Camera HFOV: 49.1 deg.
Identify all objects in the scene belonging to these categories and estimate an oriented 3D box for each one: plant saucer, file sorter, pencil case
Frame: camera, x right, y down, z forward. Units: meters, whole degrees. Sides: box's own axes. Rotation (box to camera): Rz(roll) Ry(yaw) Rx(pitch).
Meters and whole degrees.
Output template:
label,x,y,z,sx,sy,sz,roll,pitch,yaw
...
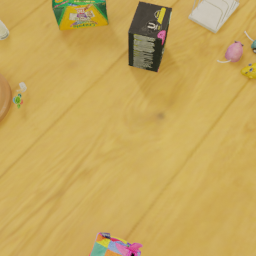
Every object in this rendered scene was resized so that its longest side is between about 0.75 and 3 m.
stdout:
label,x,y,z,sx,sy,sz,roll,pitch,yaw
plant saucer,-4.599,-0.846,8.178,2.289,0.369,2.289,0,68,1
file sorter,2.950,-4.173,9.195,1.080,0.969,1.556,36,72,13
pencil case,-0.653,3.578,5.945,1.178,1.178,2.665,22,73,8

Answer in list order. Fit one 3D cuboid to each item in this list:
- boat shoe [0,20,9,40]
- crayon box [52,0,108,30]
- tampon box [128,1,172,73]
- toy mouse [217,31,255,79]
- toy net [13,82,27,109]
label,x,y,z,sx,sy,sz,roll,pitch,yaw
boat shoe,-4.677,-3.697,9.168,1.973,0.645,0.726,37,73,13
crayon box,-1.504,-3.734,9.005,1.656,0.984,0.482,-8,68,-2
tampon box,0.614,-2.628,8.237,0.990,1.569,1.176,15,69,6
toy mouse,3.847,-2.436,8.790,2.086,0.404,1.853,5,68,2
toy net,-3.101,-0.981,8.177,0.157,0.427,0.814,-1,57,20
